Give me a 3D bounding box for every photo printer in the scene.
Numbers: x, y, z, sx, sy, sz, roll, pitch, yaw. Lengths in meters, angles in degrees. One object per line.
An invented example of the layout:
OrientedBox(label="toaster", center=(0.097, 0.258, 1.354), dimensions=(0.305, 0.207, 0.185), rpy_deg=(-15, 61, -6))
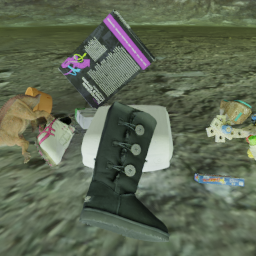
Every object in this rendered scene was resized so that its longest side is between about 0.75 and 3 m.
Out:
OrientedBox(label="photo printer", center=(0.025, 0.200, 6.865), dimensions=(2.072, 0.865, 2.491), rpy_deg=(1, 24, 5))

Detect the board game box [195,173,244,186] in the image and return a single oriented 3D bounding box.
OrientedBox(label="board game box", center=(1.779, 1.016, 5.529), dimensions=(0.834, 0.144, 0.565), rpy_deg=(3, -5, 5))

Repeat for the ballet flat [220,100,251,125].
OrientedBox(label="ballet flat", center=(2.984, -0.448, 8.189), dimensions=(0.729, 0.675, 2.067), rpy_deg=(33, 9, 8))

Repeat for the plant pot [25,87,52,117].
OrientedBox(label="plant pot", center=(-2.890, -0.776, 9.041), dimensions=(0.698, 0.997, 0.997), rpy_deg=(5, 18, -35))

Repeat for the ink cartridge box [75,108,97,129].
OrientedBox(label="ink cartridge box", center=(-1.162, -0.300, 8.475), dimensions=(0.668, 0.378, 0.911), rpy_deg=(-2, 21, -25))

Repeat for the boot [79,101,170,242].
OrientedBox(label="boot", center=(0.149, 0.681, 4.364), dimensions=(0.608, 1.527, 1.852), rpy_deg=(-24, 45, 46))

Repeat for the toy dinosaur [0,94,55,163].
OrientedBox(label="toy dinosaur", center=(-2.747, -0.194, 6.509), dimensions=(0.960, 1.516, 2.236), rpy_deg=(-2, 53, 47))

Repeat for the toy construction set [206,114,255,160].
OrientedBox(label="toy construction set", center=(3.054, 0.236, 6.749), dimensions=(1.512, 1.062, 2.306), rpy_deg=(-36, 26, -9))

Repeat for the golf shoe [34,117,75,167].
OrientedBox(label="golf shoe", center=(-1.725, 0.211, 6.770), dimensions=(0.880, 0.694, 1.911), rpy_deg=(-31, 29, 1))

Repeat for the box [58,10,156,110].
OrientedBox(label="box", center=(-0.740, -2.091, 9.109), dimensions=(2.709, 1.937, 0.489), rpy_deg=(-37, 7, 24))
